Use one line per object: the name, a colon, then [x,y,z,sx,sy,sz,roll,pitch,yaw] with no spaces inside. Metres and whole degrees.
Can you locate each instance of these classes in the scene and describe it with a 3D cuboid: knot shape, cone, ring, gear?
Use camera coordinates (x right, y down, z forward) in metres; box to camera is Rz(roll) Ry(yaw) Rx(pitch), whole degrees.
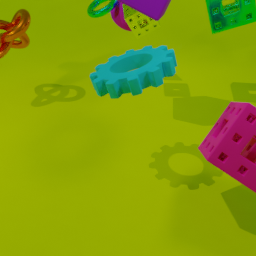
knot shape: [-3.542,-2.888,8.459,1.675,0.827,1.790,-36,8,19]
cone: [0.211,-4.105,9.119,1.306,1.311,1.306,6,70,-16]
ring: [-0.861,-4.097,9.366,1.140,0.228,1.140,-16,49,19]
gear: [0.096,-1.121,5.412,1.644,0.304,1.644,-14,31,9]

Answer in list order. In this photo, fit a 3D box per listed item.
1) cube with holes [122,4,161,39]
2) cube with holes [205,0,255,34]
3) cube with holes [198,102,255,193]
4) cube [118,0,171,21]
cube with holes: [0.403,-3.376,8.402,0.799,0.799,0.799,-22,51,20]
cube with holes: [2.863,-3.603,7.970,1.210,1.210,1.210,-11,31,20]
cube with holes: [2.043,0.304,4.828,1.089,1.089,1.089,34,9,2]
cube: [0.502,-3.509,6.600,1.320,1.320,1.320,27,30,-2]
